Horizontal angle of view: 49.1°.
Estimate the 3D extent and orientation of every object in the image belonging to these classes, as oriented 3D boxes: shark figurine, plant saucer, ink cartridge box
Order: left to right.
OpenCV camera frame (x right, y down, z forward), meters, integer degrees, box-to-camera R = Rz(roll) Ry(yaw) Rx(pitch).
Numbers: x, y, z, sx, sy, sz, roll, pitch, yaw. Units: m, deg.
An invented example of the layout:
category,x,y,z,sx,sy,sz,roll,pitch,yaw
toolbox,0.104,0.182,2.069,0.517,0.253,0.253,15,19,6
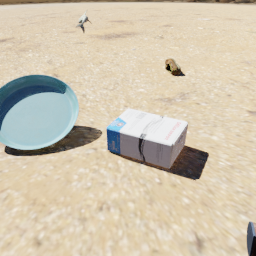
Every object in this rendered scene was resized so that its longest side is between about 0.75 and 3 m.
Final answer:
category,x,y,z,sx,sy,sz,roll,pitch,yaw
plant saucer,-2.947,-0.508,8.838,2.794,0.383,2.794,2,61,-4
shark figurine,-1.458,-3.711,9.785,0.441,0.632,1.057,36,23,-28
ink cartridge box,0.572,0.239,8.146,1.978,0.833,1.430,15,33,24

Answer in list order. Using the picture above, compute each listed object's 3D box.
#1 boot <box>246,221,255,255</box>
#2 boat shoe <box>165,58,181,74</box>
category,x,y,z,sx,sy,sz,roll,pitch,yaw
boot,2.585,2.379,4.477,1.032,0.795,2.129,5,28,13
boat shoe,2.186,-3.222,14.472,0.528,0.559,1.554,-7,30,-14
